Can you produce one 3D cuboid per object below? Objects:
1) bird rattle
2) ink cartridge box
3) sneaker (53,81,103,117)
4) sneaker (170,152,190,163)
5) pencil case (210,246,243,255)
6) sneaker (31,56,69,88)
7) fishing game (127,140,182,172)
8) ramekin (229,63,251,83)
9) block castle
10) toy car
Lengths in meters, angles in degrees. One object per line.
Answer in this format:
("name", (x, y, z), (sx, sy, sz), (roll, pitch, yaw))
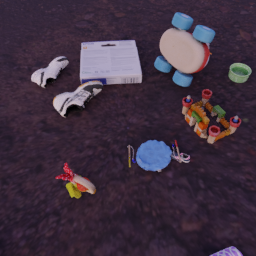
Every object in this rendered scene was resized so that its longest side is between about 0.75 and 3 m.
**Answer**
("bird rattle", (-1.599, 1.732, 9.215), (1.172, 1.437, 0.809), (17, 55, 18))
("ink cartridge box", (-0.894, -3.293, 13.975), (2.881, 0.635, 2.934), (-4, 48, -3))
("sneaker", (-2.014, -1.202, 12.188), (2.324, 0.879, 1.019), (-29, 67, -14))
("sneaker", (1.930, 1.021, 10.524), (0.834, 0.342, 0.293), (14, 51, 11))
("pencil case", (2.521, 3.938, 7.911), (1.601, 0.685, 0.672), (-15, 12, -12))
("sneaker", (-3.568, -2.652, 13.468), (0.842, 0.776, 2.105), (39, 63, 12))
("fishing game", (0.981, 1.062, 10.545), (1.952, 0.303, 1.398), (-9, 50, 2))
("ramekin", (5.356, -2.633, 13.498), (0.997, 0.487, 0.997), (0, 50, 0))
("block castle", (3.307, -0.574, 11.415), (1.470, 1.032, 2.200), (-22, 53, -17))
("toy car", (3.223, -3.739, 13.456), (2.881, 2.656, 2.549), (-14, 47, -41))
